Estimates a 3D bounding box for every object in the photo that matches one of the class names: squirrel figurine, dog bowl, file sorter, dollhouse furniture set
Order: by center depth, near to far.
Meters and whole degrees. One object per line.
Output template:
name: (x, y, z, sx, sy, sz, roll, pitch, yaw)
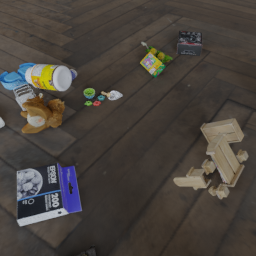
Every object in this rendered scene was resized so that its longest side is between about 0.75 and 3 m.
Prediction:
dollhouse furniture set: (2.767, 1.139, 9.266, 1.258, 1.473, 2.843, -14, 25, 50)
squirrel figurine: (-3.394, -0.677, 11.195, 1.681, 1.190, 1.569, 1, 32, -19)
file sorter: (-4.356, -1.328, 11.994, 0.722, 0.648, 1.041, -26, 50, -25)
dog bowl: (-5.087, -2.432, 13.241, 1.057, 0.470, 1.897, 32, 52, 28)

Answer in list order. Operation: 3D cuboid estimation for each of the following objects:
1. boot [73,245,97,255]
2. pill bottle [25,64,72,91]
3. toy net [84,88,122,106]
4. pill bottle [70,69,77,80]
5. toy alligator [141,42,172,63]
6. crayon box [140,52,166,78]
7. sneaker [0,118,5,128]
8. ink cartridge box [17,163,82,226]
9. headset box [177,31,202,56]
boot: (-1.219, 3.655, 7.076, 1.111, 0.442, 1.276, -10, 43, -9)
pill bottle: (-3.309, -2.094, 11.525, 1.849, 1.010, 1.010, 10, 44, 29)
toy net: (-1.074, -1.399, 12.286, 1.692, 0.327, 0.888, -5, 45, -5)
pill bottle: (-2.783, -2.401, 13.226, 0.446, 0.446, 0.771, 16, 47, 16)
toy alligator: (1.404, -3.864, 14.642, 0.728, 0.528, 2.197, 5, 29, -50)
crayon box: (1.202, -3.110, 13.725, 0.736, 0.361, 1.239, -46, 48, 13)
sneaker: (-5.908, -0.278, 10.897, 1.876, 0.691, 1.084, 23, 46, 20)
ink cartridge box: (-2.514, 1.963, 8.831, 1.859, 0.403, 1.841, -11, 45, -12)
headset box: (3.357, -4.593, 15.292, 1.286, 0.667, 1.728, 6, 46, 7)
